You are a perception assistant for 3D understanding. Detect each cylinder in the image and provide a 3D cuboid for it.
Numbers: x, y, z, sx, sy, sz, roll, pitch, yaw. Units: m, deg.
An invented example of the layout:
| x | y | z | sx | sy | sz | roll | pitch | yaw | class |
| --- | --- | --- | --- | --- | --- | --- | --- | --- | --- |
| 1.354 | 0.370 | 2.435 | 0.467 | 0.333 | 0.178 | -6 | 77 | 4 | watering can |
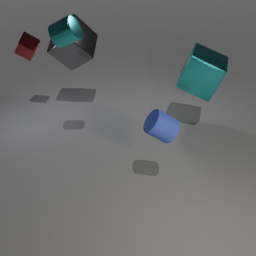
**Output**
| x | y | z | sx | sy | sz | roll | pitch | yaw | class |
| --- | --- | --- | --- | --- | --- | --- | --- | --- | --- |
| 0.881 | -0.046 | 7.379 | 0.700 | 0.700 | 0.700 | 28 | 24 | -22 | cylinder |
| -1.782 | -2.735 | 7.972 | 0.700 | 0.700 | 0.700 | -17 | 25 | 22 | cylinder |

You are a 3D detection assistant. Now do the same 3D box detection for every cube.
| x | y | z | sx | sy | sz | roll | pitch | yaw | class |
| --- | --- | --- | --- | --- | --- | --- | --- | --- | --- |
| -2.314 | -3.562 | 11.787 | 1.400 | 1.400 | 1.400 | -18 | 53 | 36 | cube |
| -4.088 | -3.306 | 11.360 | 0.700 | 0.700 | 0.700 | 26 | 59 | -25 | cube |
| 2.829 | -2.137 | 10.685 | 1.400 | 1.400 | 1.400 | 25 | 40 | 3 | cube |
